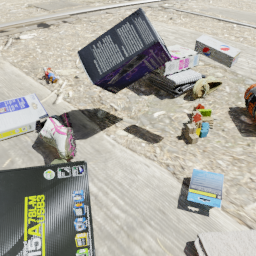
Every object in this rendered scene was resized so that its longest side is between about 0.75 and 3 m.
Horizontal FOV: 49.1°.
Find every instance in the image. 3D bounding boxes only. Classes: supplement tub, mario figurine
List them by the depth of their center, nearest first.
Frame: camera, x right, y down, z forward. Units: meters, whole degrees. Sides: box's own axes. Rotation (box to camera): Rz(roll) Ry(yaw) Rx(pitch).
[{"bbox_3d":[5.899,-0.895,11.850,1.431,1.431,2.336,-1,35,-2],"label":"supplement tub"},{"bbox_3d":[-4.200,-2.983,15.350,0.638,0.743,1.203,-27,47,-14],"label":"mario figurine"}]

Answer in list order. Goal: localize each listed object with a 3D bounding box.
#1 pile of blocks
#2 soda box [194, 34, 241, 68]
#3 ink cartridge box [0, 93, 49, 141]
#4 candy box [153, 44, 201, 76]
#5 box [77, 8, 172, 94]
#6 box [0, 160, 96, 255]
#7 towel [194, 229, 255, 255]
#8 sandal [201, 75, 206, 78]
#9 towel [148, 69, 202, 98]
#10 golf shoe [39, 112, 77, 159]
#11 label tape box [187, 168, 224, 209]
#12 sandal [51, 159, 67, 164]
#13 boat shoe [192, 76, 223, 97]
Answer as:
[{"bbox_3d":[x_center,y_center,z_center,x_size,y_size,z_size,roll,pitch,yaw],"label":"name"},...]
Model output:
[{"bbox_3d":[3.063,-0.333,11.616,1.039,0.787,2.532,12,38,16],"label":"pile of blocks"},{"bbox_3d":[2.993,-2.612,9.467,1.461,0.465,0.498,36,59,26],"label":"soda box"},{"bbox_3d":[-4.908,-0.521,12.106,2.469,0.580,2.440,-17,38,-24],"label":"ink cartridge box"},{"bbox_3d":[2.210,-3.532,14.428,2.572,0.784,1.754,-22,40,-30],"label":"candy box"},{"bbox_3d":[-0.071,-2.673,10.345,2.792,2.066,1.456,-31,77,17],"label":"box"},{"bbox_3d":[-2.257,2.327,7.187,2.671,0.657,2.766,-4,62,-9],"label":"box"},{"bbox_3d":[3.231,3.368,6.757,2.984,0.514,1.978,-3,37,-4],"label":"towel"},{"bbox_3d":[3.971,-2.882,15.691,0.774,0.166,0.294,10,43,-2],"label":"sandal"},{"bbox_3d":[2.412,-2.548,14.555,1.892,0.978,2.285,-21,39,-29],"label":"towel"},{"bbox_3d":[-2.646,0.377,10.528,1.304,1.028,2.833,-15,29,-11],"label":"golf shoe"},{"bbox_3d":[2.419,1.963,8.752,0.992,0.458,1.384,10,39,15],"label":"label tape box"},{"bbox_3d":[-2.334,1.785,8.733,0.874,0.628,2.202,-3,46,-4],"label":"sandal"},{"bbox_3d":[3.958,-2.069,13.995,0.683,0.799,2.180,25,42,34],"label":"boat shoe"}]
